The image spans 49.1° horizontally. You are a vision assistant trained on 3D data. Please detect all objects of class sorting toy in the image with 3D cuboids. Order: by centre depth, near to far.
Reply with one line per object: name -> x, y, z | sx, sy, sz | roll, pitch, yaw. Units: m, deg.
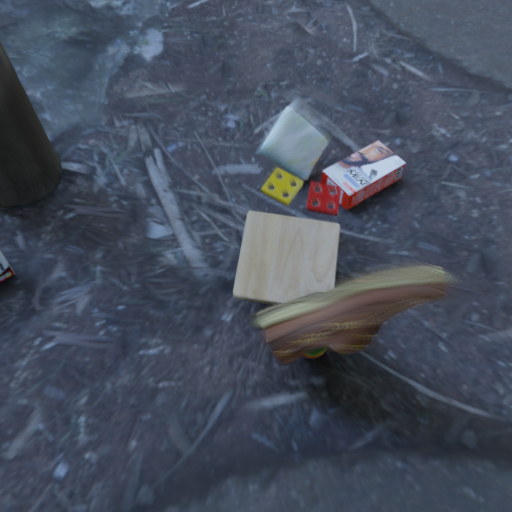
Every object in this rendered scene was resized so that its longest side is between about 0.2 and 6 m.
sorting toy -> 0.607, 0.068, 10.725 | 1.803, 0.633, 3.741 | 8, 64, 2

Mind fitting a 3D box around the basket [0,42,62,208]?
basket -> -5.605, -2.896, 11.446 | 2.787, 3.091, 2.102 | 36, 62, 22

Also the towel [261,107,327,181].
towel -> 0.853, -2.404, 12.212 | 1.119, 1.307, 0.315 | -60, 28, -10

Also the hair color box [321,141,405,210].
hair color box -> 2.336, -1.785, 12.274 | 1.637, 0.523, 0.908 | -30, 59, -21

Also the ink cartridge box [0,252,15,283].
ink cartridge box -> -5.333, 0.243, 10.517 | 1.157, 1.016, 0.485 | -36, 62, -22

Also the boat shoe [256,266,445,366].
boat shoe -> 1.473, 0.943, 8.656 | 1.134, 3.150, 1.064 | -11, 81, -56
